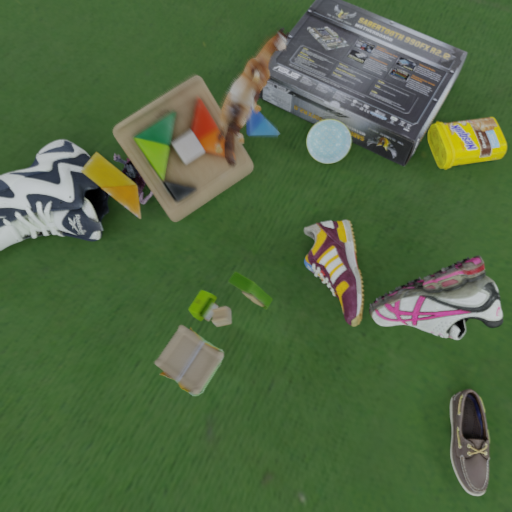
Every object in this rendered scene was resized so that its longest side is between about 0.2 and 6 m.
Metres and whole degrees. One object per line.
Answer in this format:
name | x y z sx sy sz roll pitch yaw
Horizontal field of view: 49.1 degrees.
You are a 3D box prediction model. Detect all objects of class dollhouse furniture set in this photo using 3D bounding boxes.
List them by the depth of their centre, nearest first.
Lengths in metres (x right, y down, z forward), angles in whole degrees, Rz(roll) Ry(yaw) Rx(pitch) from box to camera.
dollhouse furniture set | -0.616 1.234 8.779 0.981 0.758 1.964 27 78 33

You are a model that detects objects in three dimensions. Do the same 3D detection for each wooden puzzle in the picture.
wooden puzzle | -1.290 -1.913 10.275 3.321 0.388 2.241 -42 111 -7

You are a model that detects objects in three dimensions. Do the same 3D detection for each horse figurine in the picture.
horse figurine | -0.172 -2.506 9.079 0.538 2.155 1.428 19 45 -14

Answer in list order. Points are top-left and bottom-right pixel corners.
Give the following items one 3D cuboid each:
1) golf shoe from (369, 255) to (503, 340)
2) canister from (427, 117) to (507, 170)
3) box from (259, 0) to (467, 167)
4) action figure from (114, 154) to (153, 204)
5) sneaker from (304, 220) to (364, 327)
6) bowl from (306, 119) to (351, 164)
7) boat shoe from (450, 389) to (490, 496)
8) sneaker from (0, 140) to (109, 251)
golf shoe | 2.693 0.876 8.778 0.893 2.460 1.133 -21 83 -29
canister | 4.338 -2.345 11.531 1.309 0.567 0.972 -9 64 -6
box | 2.266 -3.900 12.098 3.596 0.869 2.848 28 66 12
action figure | -2.245 -1.891 11.226 1.022 0.919 1.372 42 34 -21
sneaker | 1.374 0.325 10.133 0.953 0.793 2.115 -6 57 3
bowl | 1.482 -2.384 11.529 0.902 0.902 0.485 4 20 2
boat shoe | 3.436 2.946 8.930 0.576 0.477 1.603 3 64 2
sneaker | -3.859 -0.698 10.313 1.990 1.221 3.059 31 57 23
